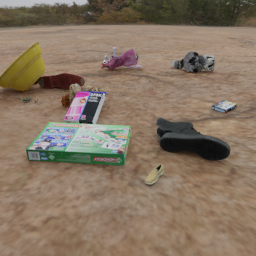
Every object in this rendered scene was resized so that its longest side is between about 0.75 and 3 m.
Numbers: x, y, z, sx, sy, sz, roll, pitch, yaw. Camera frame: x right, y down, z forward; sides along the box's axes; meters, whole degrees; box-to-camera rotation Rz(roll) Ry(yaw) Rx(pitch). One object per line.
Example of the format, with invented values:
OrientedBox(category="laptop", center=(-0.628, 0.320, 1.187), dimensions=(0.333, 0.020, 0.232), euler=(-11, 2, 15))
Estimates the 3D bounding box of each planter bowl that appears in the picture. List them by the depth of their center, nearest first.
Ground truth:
OrientedBox(category="planter bowl", center=(-4.827, -2.637, 13.327), dimensions=(2.881, 1.200, 2.881), euler=(-39, 19, 16))

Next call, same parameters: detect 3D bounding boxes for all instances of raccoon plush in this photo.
OrientedBox(category="raccoon plush", center=(4.185, -4.147, 17.351), dimensions=(1.704, 1.230, 2.543), euler=(-6, 24, -31))

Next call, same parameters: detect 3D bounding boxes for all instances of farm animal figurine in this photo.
OrientedBox(category="farm animal figurine", center=(-1.792, -1.408, 11.634), dimensions=(1.848, 0.929, 1.492), euler=(8, 26, 16))

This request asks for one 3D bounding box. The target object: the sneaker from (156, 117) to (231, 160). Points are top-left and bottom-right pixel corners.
OrientedBox(category="sneaker", center=(1.855, 0.243, 8.361), dimensions=(2.369, 0.711, 1.236), euler=(7, 31, 22))

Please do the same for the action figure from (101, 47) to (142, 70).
OrientedBox(category="action figure", center=(-0.577, -4.103, 17.530), dimensions=(2.412, 1.796, 1.616), euler=(-25, 6, -7))

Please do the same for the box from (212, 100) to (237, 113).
OrientedBox(category="box", center=(3.922, -0.874, 11.391), dimensions=(0.907, 0.171, 0.619), euler=(-22, 33, -38))

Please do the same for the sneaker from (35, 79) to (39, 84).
OrientedBox(category="sneaker", center=(-5.012, -2.470, 14.543), dimensions=(0.564, 0.389, 1.014), euler=(1, 17, 23))

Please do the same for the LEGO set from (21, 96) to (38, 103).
OrientedBox(category="LEGO set", center=(-4.278, -1.182, 12.105), dimensions=(0.767, 0.217, 0.498), euler=(25, 34, 18))

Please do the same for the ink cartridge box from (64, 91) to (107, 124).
OrientedBox(category="ink cartridge box", center=(-1.523, -0.840, 10.409), dimensions=(1.047, 0.410, 2.211), euler=(4, 40, 8))

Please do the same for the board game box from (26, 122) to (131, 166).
OrientedBox(category="board game box", center=(-1.348, 0.411, 8.384), dimensions=(2.709, 0.394, 1.823), euler=(3, 25, 6))

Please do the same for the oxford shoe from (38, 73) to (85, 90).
OrientedBox(category="oxford shoe", center=(-3.216, -2.419, 13.948), dimensions=(2.333, 0.822, 0.872), euler=(4, 23, 8))

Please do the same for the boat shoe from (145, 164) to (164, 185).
OrientedBox(category="boat shoe", center=(0.651, 1.130, 6.978), dimensions=(0.270, 0.286, 0.752), euler=(14, 28, 27))
